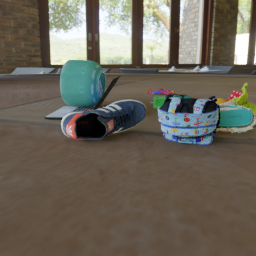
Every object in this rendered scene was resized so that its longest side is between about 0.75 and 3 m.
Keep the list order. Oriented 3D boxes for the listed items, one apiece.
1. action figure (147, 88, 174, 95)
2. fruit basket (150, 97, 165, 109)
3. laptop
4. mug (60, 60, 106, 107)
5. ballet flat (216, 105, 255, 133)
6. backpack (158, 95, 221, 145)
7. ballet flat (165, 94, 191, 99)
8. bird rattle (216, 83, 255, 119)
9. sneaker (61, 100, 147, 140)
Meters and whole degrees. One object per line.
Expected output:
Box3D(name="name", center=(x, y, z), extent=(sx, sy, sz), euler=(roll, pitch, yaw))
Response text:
Box3D(name="action figure", center=(2.223, -2.438, 18.765), extent=(1.834, 0.474, 0.600), euler=(10, 14, 25))
Box3D(name="fruit basket", center=(1.700, -1.191, 13.677), extent=(1.209, 0.612, 1.306), euler=(2, -1, 7))
Box3D(name="laptop", center=(-1.813, -1.378, 11.950), extent=(2.787, 1.615, 2.610), euler=(1, 13, 4))
Box3D(name="mug", center=(-1.903, -2.081, 13.221), extent=(1.612, 2.142, 2.607), euler=(5, 9, 12))
Box3D(name="ballet flat", center=(2.600, -0.270, 9.274), extent=(2.984, 1.128, 0.954), euler=(9, -14, 19))
Box3D(name="backpack", center=(1.688, -0.206, 7.848), extent=(1.741, 1.283, 1.907), euler=(4, 14, 16))
Box3D(name="ballet flat", center=(2.398, -1.296, 12.991), extent=(1.812, 0.616, 0.620), euler=(12, 2, -43))
Box3D(name="bird rattle", center=(3.863, -0.929, 10.981), extent=(2.138, 1.477, 2.622), euler=(-15, 10, 6))
Box3D(name="sneaker", center=(-0.537, -0.169, 8.431), extent=(2.767, 1.037, 1.169), euler=(-16, 17, -20))
